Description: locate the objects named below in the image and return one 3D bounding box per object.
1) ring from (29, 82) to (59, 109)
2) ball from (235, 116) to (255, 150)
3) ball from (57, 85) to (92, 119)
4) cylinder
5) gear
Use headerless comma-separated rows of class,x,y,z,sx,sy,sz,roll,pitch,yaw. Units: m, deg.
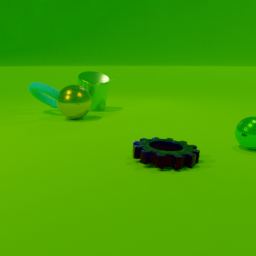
ring,-2.803,-1.121,9.931,1.485,0.297,1.485,21,-18,7
ball,2.646,0.106,5.956,0.702,0.702,0.702,0,14,0
ball,-1.711,-0.826,8.918,1.092,1.092,1.092,0,14,0
cylinder,-1.349,-1.400,10.633,1.155,1.155,1.155,8,32,-5
gear,0.715,0.453,5.361,1.251,0.231,1.251,4,13,-1
